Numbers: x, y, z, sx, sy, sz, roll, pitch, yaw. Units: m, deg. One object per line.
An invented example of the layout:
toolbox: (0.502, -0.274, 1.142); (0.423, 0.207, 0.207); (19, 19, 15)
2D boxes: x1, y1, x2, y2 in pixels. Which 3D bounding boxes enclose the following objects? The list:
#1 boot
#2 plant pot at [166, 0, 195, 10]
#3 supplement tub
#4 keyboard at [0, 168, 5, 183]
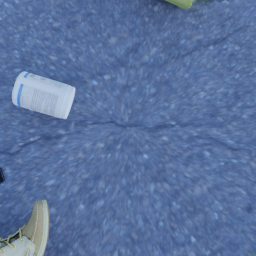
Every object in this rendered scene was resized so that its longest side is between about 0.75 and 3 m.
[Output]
boot: (-2.693, 2.525, 6.068); (1.692, 0.792, 2.177); (13, 102, -22)
plant pot: (1.282, -4.217, 7.726); (1.627, 1.770, 1.770); (27, 78, -13)
supplement tub: (-2.117, -0.820, 7.110); (1.358, 0.896, 0.896); (18, 77, -7)
keyboard: (-3.759, 1.273, 7.243); (1.017, 0.105, 0.646); (-21, 80, -6)
